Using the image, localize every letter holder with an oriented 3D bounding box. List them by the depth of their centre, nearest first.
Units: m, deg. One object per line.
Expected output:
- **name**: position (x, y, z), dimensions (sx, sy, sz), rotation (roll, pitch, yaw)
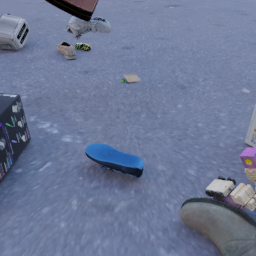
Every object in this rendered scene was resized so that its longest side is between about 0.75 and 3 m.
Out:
- **letter holder**: position (-1.916, -4.178, 9.151), dimensions (1.700, 0.855, 1.208), rotation (23, 55, -14)

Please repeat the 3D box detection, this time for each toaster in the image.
- **toaster**: position (-6.290, -5.225, 15.194), dimensions (1.375, 1.210, 2.129), rotation (13, 68, 9)

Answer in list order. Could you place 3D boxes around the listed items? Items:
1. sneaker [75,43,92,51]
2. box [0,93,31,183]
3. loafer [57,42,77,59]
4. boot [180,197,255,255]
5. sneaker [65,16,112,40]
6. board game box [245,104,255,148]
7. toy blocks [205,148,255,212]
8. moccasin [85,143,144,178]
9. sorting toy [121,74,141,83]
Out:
- **sneaker**: position (-2.394, -4.464, 15.229), dimensions (1.056, 0.398, 0.404), rotation (20, 39, 25)
- **box**: position (-3.881, 0.443, 6.751), dimensions (1.799, 1.560, 2.942), rotation (3, 34, 6)
- **loafer**: position (-3.180, -4.183, 14.556), dimensions (0.752, 0.658, 2.092), rotation (-16, 37, -23)
- **boot**: position (1.800, 2.241, 4.808), dimensions (2.419, 0.819, 1.580), rotation (18, 43, 27)
- **sneaker**: position (-1.455, -3.581, 10.107), dimensions (1.626, 0.611, 0.935), rotation (22, 65, 10)
- **board game box**: position (4.724, 0.216, 7.254), dimensions (1.369, 1.394, 2.658), rotation (-23, 40, -31)
- **toy blocks**: position (3.358, 1.390, 5.396), dimensions (2.447, 2.060, 2.287), rotation (-36, 15, -26)
- **moccasin**: position (-0.397, 0.886, 7.033), dimensions (1.645, 0.561, 0.662), rotation (20, 46, 29)
- **sorting toy**: position (0.046, -2.080, 11.871), dimensions (0.841, 0.124, 0.621), rotation (-7, 39, -17)
